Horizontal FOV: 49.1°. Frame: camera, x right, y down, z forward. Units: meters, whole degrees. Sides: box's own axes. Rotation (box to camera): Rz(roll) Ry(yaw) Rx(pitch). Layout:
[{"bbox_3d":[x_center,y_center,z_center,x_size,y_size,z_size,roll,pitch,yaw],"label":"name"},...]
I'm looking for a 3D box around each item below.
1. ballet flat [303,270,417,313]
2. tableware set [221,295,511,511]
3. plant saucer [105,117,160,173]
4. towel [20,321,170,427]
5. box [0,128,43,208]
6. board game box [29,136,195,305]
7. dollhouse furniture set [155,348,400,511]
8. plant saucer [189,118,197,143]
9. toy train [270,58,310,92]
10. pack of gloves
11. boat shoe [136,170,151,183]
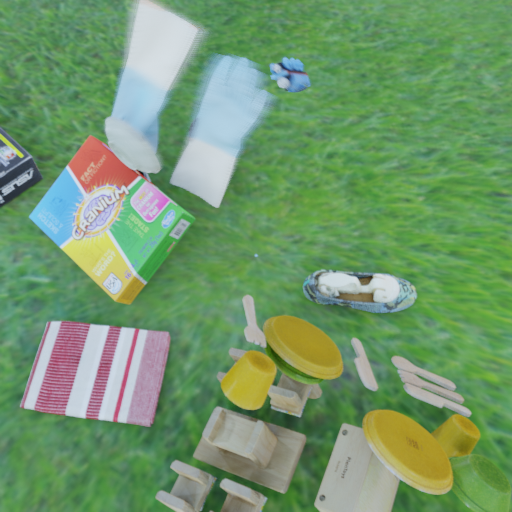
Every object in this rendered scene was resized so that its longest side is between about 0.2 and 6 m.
[{"bbox_3d":[1.735,0.547,9.204,1.905,0.707,0.707,0,59,1],"label":"ballet flat"},{"bbox_3d":[1.396,2.011,7.254,3.909,0.600,2.633,24,22,-15],"label":"tableware set"},{"bbox_3d":[-2.054,-1.696,8.990,1.149,1.149,0.288,37,73,20],"label":"plant saucer"},{"bbox_3d":[-2.451,1.792,8.713,2.041,0.232,1.470,6,61,5],"label":"towel"},{"bbox_3d":[-6.042,-1.803,10.599,3.128,0.692,2.506,39,66,21],"label":"box"},{"bbox_3d":[-2.500,-0.640,9.571,2.425,0.489,1.856,39,93,21],"label":"board game box"},{"bbox_3d":[0.444,2.853,7.633,2.564,1.703,2.247,8,56,31],"label":"dollhouse furniture set"},{"bbox_3d":[-0.920,-2.101,10.508,0.185,1.013,1.013,-18,58,-35],"label":"plant saucer"},{"bbox_3d":[0.501,-2.671,8.320,0.335,0.773,0.442,-15,95,32],"label":"toy train"},{"bbox_3d":[-1.292,-2.267,9.215,2.383,2.836,0.560,30,41,1],"label":"pack of gloves"},{"bbox_3d":[-2.106,-0.944,10.132,0.643,0.595,1.742,-4,59,-2],"label":"boat shoe"}]
